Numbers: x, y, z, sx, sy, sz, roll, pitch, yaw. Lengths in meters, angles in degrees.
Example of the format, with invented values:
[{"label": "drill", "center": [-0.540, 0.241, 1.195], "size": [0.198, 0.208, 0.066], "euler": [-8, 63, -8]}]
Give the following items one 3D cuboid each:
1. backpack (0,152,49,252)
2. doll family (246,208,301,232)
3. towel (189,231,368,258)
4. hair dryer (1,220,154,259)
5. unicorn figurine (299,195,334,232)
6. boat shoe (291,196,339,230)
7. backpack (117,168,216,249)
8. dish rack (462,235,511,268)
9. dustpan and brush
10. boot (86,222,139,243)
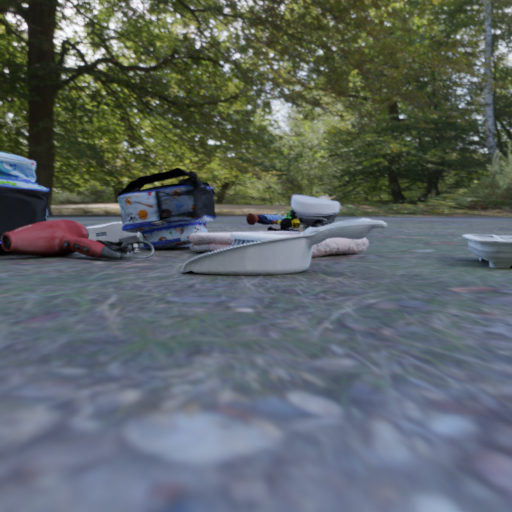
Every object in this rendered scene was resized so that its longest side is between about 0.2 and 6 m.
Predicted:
[{"label": "backpack", "center": [-5.867, -1.128, 11.778], "size": [2.681, 2.153, 2.929], "euler": [1, 0, -34]}, {"label": "doll family", "center": [0.824, -0.841, 15.735], "size": [2.548, 1.000, 1.473], "euler": [-2, 6, 45]}, {"label": "towel", "center": [0.414, -0.250, 11.479], "size": [2.775, 0.447, 2.650], "euler": [-4, 6, -38]}, {"label": "hair dryer", "center": [-3.346, -0.324, 10.535], "size": [2.643, 0.718, 2.013], "euler": [-1, 4, -17]}, {"label": "unicorn figurine", "center": [1.626, -1.008, 14.435], "size": [0.508, 1.376, 0.945], "euler": [49, 6, -48]}, {"label": "boat shoe", "center": [1.306, -0.854, 11.936], "size": [0.874, 0.721, 2.547], "euler": [13, 8, 17]}, {"label": "backpack", "center": [-2.058, -1.000, 12.865], "size": [2.097, 1.696, 2.202], "euler": [0, -2, 6]}, {"label": "dish rack", "center": [4.675, -0.078, 9.335], "size": [2.215, 0.482, 1.901], "euler": [1, 4, 13]}, {"label": "dustpan and brush", "center": [0.513, -0.161, 8.337], "size": [2.835, 0.811, 1.978], "euler": [2, 6, 26]}, {"label": "boot", "center": [-3.844, -0.635, 14.838], "size": [1.607, 0.585, 0.726], "euler": [-1, 10, 2]}]
